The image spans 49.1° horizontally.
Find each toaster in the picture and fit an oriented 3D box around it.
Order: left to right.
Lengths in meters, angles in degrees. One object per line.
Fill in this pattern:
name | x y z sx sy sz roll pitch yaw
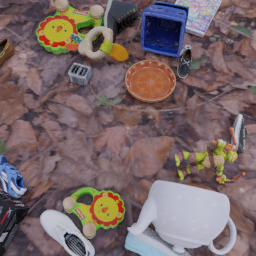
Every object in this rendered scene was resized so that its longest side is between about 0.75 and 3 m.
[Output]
toaster | -2.132 -2.365 12.396 0.858 0.563 0.949 18 64 10

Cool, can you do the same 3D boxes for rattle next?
rattle | -1.435 -3.700 12.920 2.378 1.699 1.548 -4 95 34

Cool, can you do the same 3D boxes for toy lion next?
toy lion | -2.825 -4.777 13.568 2.920 1.003 2.799 13 70 7
toy lion | -1.080 2.780 9.721 1.736 0.622 1.811 -36 67 -25

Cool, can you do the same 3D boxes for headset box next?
headset box | -4.957 2.820 9.117 2.699 1.042 2.009 26 81 14

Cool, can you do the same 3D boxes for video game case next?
video game case | 3.416 -6.082 14.535 2.123 0.267 2.965 25 65 12

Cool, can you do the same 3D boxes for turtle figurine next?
turtle figurine | 2.793 1.008 9.728 2.250 2.790 0.898 -11 44 11

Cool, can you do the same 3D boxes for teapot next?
teapot | 1.814 2.842 8.700 2.703 2.668 1.974 5 76 29

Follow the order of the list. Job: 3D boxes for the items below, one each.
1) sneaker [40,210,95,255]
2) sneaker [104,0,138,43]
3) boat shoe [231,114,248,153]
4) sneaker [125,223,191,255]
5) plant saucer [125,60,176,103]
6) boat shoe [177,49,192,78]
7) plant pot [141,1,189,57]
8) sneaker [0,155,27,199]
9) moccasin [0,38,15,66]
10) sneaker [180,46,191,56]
sneaker | -2.006 3.435 9.178 2.268 0.803 0.828 32 67 16
sneaker | -0.307 -5.218 13.599 1.532 1.079 2.885 2 61 4
boat shoe | 4.426 0.234 11.050 0.517 0.574 1.624 13 70 7
sneaker | 1.005 4.043 8.983 2.415 0.893 0.990 30 99 8
plant saucer | 0.981 -2.045 12.349 2.213 0.357 2.213 0 63 0
boat shoe | 2.597 -2.942 12.744 0.543 0.511 1.511 17 65 7
plant pot | 1.740 -4.637 12.814 1.918 1.918 1.725 16 51 12
sneaker | -4.190 1.707 10.085 0.732 0.658 1.780 -32 76 8
moccasin | -6.139 -3.086 12.557 0.896 0.945 2.449 36 68 17
sneaker | 2.573 -3.655 13.146 0.783 0.452 0.288 -15 65 -6
